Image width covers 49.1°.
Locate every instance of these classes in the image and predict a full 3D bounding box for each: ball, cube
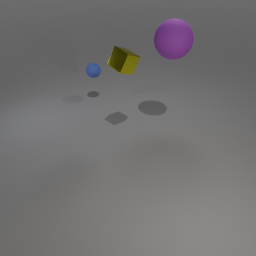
[{"bbox_3d":[-1.645,-2.743,13.347,0.700,0.700,0.700,0,32,0],"label":"ball"},{"bbox_3d":[-0.146,-2.321,9.660,0.700,0.700,0.700,39,28,29],"label":"cube"},{"bbox_3d":[1.632,-3.168,10.022,1.400,1.400,1.400,0,32,0],"label":"ball"}]
